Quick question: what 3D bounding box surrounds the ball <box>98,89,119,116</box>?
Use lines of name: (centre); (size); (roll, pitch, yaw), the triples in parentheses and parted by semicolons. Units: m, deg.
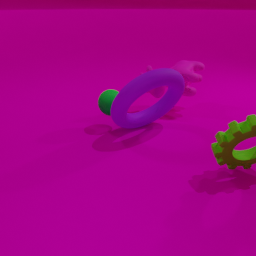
ball: (-0.454, -0.681, 7.537); (0.707, 0.707, 0.707); (0, 25, 0)

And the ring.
ring: (0.516, -0.702, 7.152); (2.077, 2.077, 0.415); (-15, 61, -28)

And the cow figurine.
cow figurine: (1.330, -1.554, 8.603); (1.712, 0.955, 1.740); (16, 44, 18)

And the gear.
gear: (2.341, 0.309, 5.416); (1.370, 1.370, 0.253); (-2, 47, -5)
